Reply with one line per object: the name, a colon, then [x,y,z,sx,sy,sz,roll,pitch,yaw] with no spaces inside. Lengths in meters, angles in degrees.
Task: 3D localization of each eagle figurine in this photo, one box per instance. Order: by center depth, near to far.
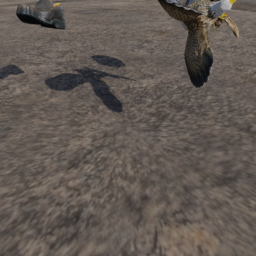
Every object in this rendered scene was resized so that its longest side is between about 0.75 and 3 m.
eagle figurine: [1.675,-2.544,6.747,2.057,2.046,2.711,35,60,9]

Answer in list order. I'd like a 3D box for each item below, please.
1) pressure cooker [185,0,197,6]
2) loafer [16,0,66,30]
pressure cooker: [2.370,-4.020,9.153,1.042,1.166,1.026,27,22,17]
loafer: [-2.387,-3.247,7.773,0.785,0.780,2.156,9,15,6]
